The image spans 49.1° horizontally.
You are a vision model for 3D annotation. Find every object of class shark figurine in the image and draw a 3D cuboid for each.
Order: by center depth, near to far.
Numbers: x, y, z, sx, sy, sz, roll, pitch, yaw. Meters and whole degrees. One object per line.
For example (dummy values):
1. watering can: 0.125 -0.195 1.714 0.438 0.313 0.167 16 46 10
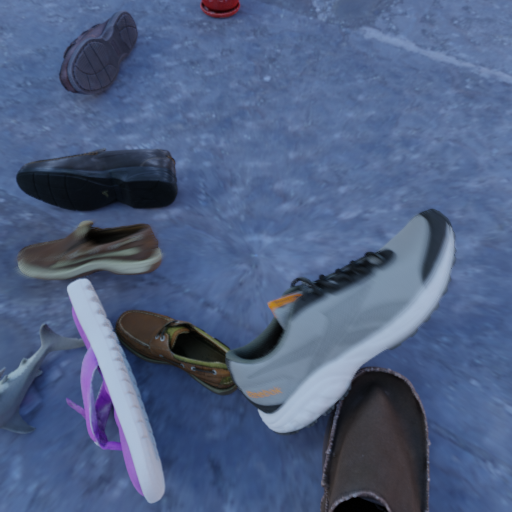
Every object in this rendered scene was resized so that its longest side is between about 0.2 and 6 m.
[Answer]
1. shark figurine: -2.922 1.761 6.953 0.782 1.120 1.875 39 40 -2

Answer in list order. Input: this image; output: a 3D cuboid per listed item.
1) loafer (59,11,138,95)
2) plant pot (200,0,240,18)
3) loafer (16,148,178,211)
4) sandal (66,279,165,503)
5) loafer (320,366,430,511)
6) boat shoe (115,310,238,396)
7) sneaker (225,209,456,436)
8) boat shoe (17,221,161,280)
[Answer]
1. loafer: -3.268 -4.032 11.281 0.861 0.983 2.735 -2 44 23
2. plant pot: -0.806 -5.999 12.662 1.036 0.943 1.036 0 52 1
3. loafer: -2.519 -1.307 9.045 2.499 0.909 0.903 2 55 -8
4. sandal: -1.836 1.596 6.645 0.759 1.257 3.089 -23 48 -12
5. loafer: 1.283 2.575 5.781 1.256 1.221 3.439 8 51 6
6. boat shoe: -1.024 1.096 7.323 1.924 0.654 0.692 21 55 15
7. sneaker: 0.998 0.596 6.487 3.213 1.188 1.274 -45 101 -1
8. boat shoe: -2.388 -0.172 7.920 2.032 0.752 0.751 -4 32 0
